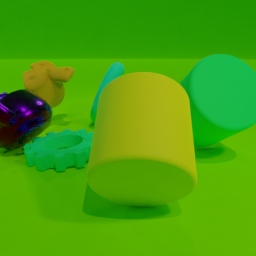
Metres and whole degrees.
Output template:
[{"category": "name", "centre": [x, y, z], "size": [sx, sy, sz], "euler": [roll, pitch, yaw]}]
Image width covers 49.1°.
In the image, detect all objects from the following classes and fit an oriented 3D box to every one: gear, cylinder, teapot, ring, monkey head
[{"category": "gear", "centre": [-1.161, 0.361, 5.097], "size": [1.357, 0.251, 1.357], "euler": [-4, 19, 1]}, {"category": "cylinder", "centre": [0.176, 0.159, 3.405], "size": [1.201, 1.201, 1.201], "euler": [1, 53, 4]}, {"category": "teapot", "centre": [-2.163, -0.245, 5.367], "size": [1.272, 1.002, 2.047], "euler": [-37, -2, -4]}, {"category": "ring", "centre": [-0.534, -0.906, 7.308], "size": [0.335, 1.677, 1.677], "euler": [24, 16, -1]}, {"category": "cylinder", "centre": [1.513, -0.429, 5.191], "size": [1.368, 1.368, 1.368], "euler": [-4, -15, -13]}, {"category": "monkey head", "centre": [-1.901, -1.031, 7.075], "size": [1.372, 1.149, 1.908], "euler": [2, 45, 18]}]
